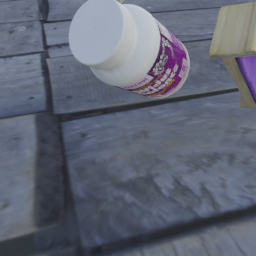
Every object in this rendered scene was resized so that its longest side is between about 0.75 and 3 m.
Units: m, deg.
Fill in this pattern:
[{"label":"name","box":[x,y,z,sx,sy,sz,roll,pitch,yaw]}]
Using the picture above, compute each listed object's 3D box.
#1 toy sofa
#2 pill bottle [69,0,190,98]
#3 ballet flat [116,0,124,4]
[{"label":"toy sofa","box":[2.917,-1.409,6.103,1.352,2.770,1.147,9,76,37]},{"label":"pill bottle","box":[0.147,-1.603,6.045,1.636,1.636,2.914,29,12,28]},{"label":"ballet flat","box":[-0.645,-5.022,10.363,2.782,1.001,1.001,21,45,34]}]
